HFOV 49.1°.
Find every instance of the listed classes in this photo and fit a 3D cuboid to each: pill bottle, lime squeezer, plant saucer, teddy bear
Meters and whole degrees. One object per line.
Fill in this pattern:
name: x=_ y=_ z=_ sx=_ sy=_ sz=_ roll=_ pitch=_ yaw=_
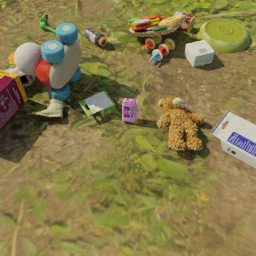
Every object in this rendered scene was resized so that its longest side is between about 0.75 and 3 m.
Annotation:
pill bottle: x=-1.587 y=-4.541 z=14.012 sx=0.640 sy=0.640 sz=1.205 roll=-37 pitch=61 yaw=-25
lime squeezer: x=-4.435 y=-5.669 z=15.052 sx=0.765 sy=0.409 sz=2.167 roll=-22 pitch=54 yaw=-16
plant saucer: x=4.942 y=-4.875 z=14.414 sx=2.713 sy=0.422 sz=2.713 roll=0 pitch=51 yaw=0
teddy bear: x=1.969 y=-0.232 z=10.516 sx=1.882 sy=0.867 sz=2.596 roll=9 pitch=53 yaw=4

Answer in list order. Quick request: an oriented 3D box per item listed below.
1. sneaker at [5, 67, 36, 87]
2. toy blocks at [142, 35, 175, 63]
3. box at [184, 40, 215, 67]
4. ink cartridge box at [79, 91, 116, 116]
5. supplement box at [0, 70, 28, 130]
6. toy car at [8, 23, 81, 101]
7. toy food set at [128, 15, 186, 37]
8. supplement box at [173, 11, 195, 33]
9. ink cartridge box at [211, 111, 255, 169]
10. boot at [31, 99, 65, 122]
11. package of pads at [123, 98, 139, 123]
sneaker: x=-4.376 y=-2.399 z=12.237 sx=1.004 sy=0.926 sz=2.277 roll=34 pitch=68 yaw=22
toy blocks: x=1.272 y=-3.812 z=13.472 sx=1.349 sy=0.588 sz=1.618 roll=31 pitch=58 yaw=21
box: x=3.347 y=-3.514 z=13.191 sx=1.010 sy=0.664 sz=1.015 roll=-15 pitch=54 yaw=-11
ink cartridge box: x=-1.235 y=-0.879 z=11.273 sx=1.195 sy=0.453 sz=0.883 roll=-27 pitch=57 yaw=-18
supplement box: x=-5.538 y=-0.897 z=10.642 sx=1.849 sy=1.457 sz=2.824 roll=18 pitch=54 yaw=14
toy car: x=-3.502 y=-2.883 z=11.419 sx=2.697 sy=2.486 sz=2.385 roll=17 pitch=54 yaw=7
toy food set: x=1.314 y=-5.152 z=13.959 sx=2.643 sy=0.649 sz=2.670 roll=-20 pitch=33 yaw=-17
supplement box: x=2.911 y=-5.610 z=14.801 sx=1.075 sy=0.704 sz=0.555 roll=24 pitch=56 yaw=19
ink cartridge box: x=4.528 y=0.627 z=10.027 sx=2.937 sy=0.576 sz=1.461 roll=33 pitch=59 yaw=21
boot: x=-3.177 y=-0.720 z=11.157 sx=1.214 sy=0.438 sz=0.939 roll=3 pitch=53 yaw=-5
package of pads: x=0.085 y=-0.657 z=10.757 sx=0.589 sy=0.978 sz=0.370 roll=9 pitch=40 yaw=10
